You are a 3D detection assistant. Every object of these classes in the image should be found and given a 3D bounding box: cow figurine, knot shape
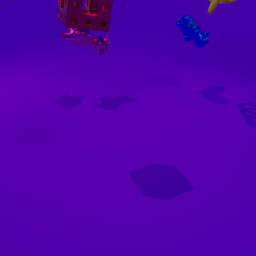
[{"bbox_3d":[2.415,-3.564,10.332,0.735,1.339,1.317,-33,2,34],"label":"cow figurine"},{"bbox_3d":[-1.343,-2.977,9.380,1.369,0.764,1.391,21,8,19],"label":"cow figurine"},{"bbox_3d":[2.739,-3.912,8.387,1.200,0.555,1.123,6,55,49],"label":"knot shape"}]

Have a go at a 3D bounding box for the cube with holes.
[{"bbox_3d":[-0.841,-2.407,5.406,0.846,0.846,0.846,-3,29,-25],"label":"cube with holes"}]
